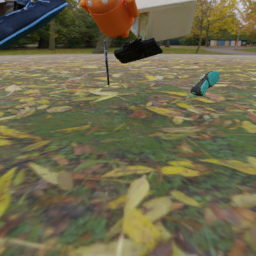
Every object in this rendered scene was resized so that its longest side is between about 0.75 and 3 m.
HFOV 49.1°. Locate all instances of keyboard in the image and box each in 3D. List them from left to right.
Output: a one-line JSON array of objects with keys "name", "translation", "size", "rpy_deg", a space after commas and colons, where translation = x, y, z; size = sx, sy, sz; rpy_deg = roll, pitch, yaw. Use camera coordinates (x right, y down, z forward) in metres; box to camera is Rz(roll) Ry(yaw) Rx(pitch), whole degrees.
[{"name": "keyboard", "translation": [0.244, -2.802, 10.412], "size": [1.946, 0.386, 1.013], "rpy_deg": [-7, -35, 38]}]

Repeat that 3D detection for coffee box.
[{"name": "coffee box", "translation": [-4.344, -3.747, 9.083], "size": [0.814, 1.167, 2.041], "rpy_deg": [38, 43, 12]}]

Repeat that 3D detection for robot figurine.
[{"name": "robot figurine", "translation": [-0.568, -3.663, 8.517], "size": [1.237, 2.122, 1.526], "rpy_deg": [-40, 60, 0]}]

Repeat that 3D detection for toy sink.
[{"name": "toy sink", "translation": [0.880, -4.253, 10.564], "size": [2.686, 1.505, 1.751], "rpy_deg": [-18, 49, -20]}]

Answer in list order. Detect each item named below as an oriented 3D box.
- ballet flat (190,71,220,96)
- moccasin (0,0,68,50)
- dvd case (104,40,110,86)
[{"name": "ballet flat", "translation": [1.571, -0.945, 5.797], "size": [0.321, 0.319, 0.939], "rpy_deg": [3, 30, 42]}, {"name": "moccasin", "translation": [-3.210, -3.581, 8.740], "size": [2.987, 1.019, 1.202], "rpy_deg": [-43, 15, -29]}, {"name": "dvd case", "translation": [-0.719, -2.169, 9.412], "size": [0.098, 1.224, 0.910], "rpy_deg": [-5, 53, -4]}]
